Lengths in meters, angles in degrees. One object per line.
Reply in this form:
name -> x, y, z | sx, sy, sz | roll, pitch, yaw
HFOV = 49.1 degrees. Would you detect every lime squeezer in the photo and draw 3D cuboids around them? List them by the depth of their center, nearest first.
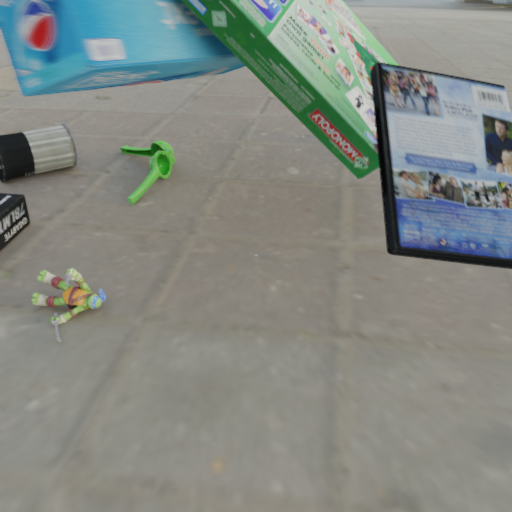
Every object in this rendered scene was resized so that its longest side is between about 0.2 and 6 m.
lime squeezer -> -2.187, -1.927, 11.436 | 1.084, 0.579, 3.068 | -7, 31, -12

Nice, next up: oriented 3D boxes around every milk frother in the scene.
milk frother -> -4.679, -2.475, 11.375 | 1.493, 1.587, 1.432 | -20, 31, -32

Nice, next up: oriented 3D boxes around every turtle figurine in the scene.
turtle figurine -> -2.458, 0.486, 6.988 | 0.896, 0.665, 0.924 | 11, 27, 26

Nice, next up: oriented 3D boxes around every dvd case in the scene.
dvd case -> 1.642, -0.788, 4.709 | 1.305, 0.161, 1.830 | 6, 65, -12

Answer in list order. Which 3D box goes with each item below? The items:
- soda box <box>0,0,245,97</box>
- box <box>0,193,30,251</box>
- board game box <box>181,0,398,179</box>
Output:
soda box -> -1.419, -3.403, 8.330 | 1.479, 1.399, 4.361 | -5, 15, 37
box -> -5.134, -0.296, 8.443 | 2.438, 0.610, 2.456 | 2, 29, 5
board game box -> 0.663, -3.375, 8.420 | 0.588, 4.040, 2.719 | -32, 23, 42
